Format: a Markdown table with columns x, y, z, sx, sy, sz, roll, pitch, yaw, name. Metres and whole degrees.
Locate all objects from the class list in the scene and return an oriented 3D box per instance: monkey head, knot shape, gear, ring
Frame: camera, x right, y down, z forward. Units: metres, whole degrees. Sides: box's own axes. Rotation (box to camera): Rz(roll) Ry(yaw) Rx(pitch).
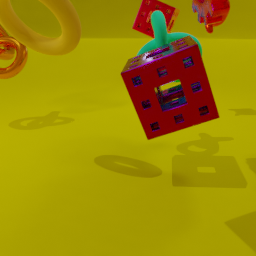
| x | y | z | sx | sy | sz | roll | pitch | yaw | name |
| --- | --- | --- | --- | --- | --- | --- | --- | --- | --- |
| 2.501 | -3.557 | 8.406 | 1.017 | 1.414 | 0.852 | 21 | 10 | -8 | monkey head |
| -3.761 | -2.201 | 7.982 | 1.890 | 0.933 | 2.020 | 34 | 40 | 5 | knot shape |
| 1.159 | -2.206 | 4.096 | 0.238 | 1.288 | 1.288 | -12 | 20 | 0 | gear |
| -1.519 | -1.828 | 4.633 | 1.580 | 1.580 | 0.316 | 9 | 61 | 23 | ring |
| 0.842 | -1.590 | 6.126 | 0.784 | 1.697 | 1.588 | -19 | 31 | 51 | knot shape |

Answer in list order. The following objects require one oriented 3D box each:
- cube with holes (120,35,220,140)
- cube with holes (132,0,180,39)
| x | y | z | sx | sy | sz | roll | pitch | yaw | name |
| --- | --- | --- | --- | --- | --- | --- | --- | --- | --- |
| 0.744 | -0.759 | 5.022 | 1.246 | 1.246 | 1.246 | -18 | 21 | 14 | cube with holes |
| 0.900 | -3.423 | 8.800 | 1.015 | 1.015 | 1.015 | 27 | 25 | 8 | cube with holes |
